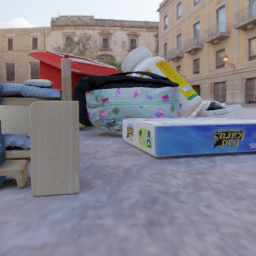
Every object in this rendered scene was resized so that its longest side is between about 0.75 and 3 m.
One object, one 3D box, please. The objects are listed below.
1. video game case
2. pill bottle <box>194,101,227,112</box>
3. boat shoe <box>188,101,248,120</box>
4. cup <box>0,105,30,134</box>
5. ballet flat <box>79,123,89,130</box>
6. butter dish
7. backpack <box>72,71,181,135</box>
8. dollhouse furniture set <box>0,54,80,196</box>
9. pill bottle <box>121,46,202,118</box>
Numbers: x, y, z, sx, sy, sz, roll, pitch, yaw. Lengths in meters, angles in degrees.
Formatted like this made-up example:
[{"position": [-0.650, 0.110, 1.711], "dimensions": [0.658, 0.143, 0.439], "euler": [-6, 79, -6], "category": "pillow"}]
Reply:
[{"position": [1.354, 0.099, 5.822], "dimensions": [2.515, 0.571, 2.279], "euler": [-1, 5, -14], "category": "video game case"}, {"position": [3.826, -0.816, 13.543], "dimensions": [1.796, 1.006, 1.006], "euler": [6, 8, 42], "category": "pill bottle"}, {"position": [2.824, -0.475, 9.153], "dimensions": [0.989, 0.897, 2.688], "euler": [-21, 14, -23], "category": "boat shoe"}, {"position": [-3.045, -0.418, 8.169], "dimensions": [1.671, 1.195, 1.671], "euler": [0, 5, 0], "category": "cup"}, {"position": [-1.657, -0.373, 10.106], "dimensions": [0.812, 0.746, 2.367], "euler": [-1, 5, 4], "category": "ballet flat"}, {"position": [-1.854, -1.422, 9.925], "dimensions": [2.832, 2.099, 2.840], "euler": [-3, 22, -46], "category": "butter dish"}, {"position": [0.090, -0.660, 7.853], "dimensions": [2.748, 1.739, 2.293], "euler": [2, 16, 13], "category": "backpack"}, {"position": [-1.537, -0.239, 3.695], "dimensions": [1.643, 1.634, 2.331], "euler": [-1, 5, -13], "category": "dollhouse furniture set"}, {"position": [1.010, -1.359, 9.203], "dimensions": [1.502, 2.664, 1.502], "euler": [-38, -12, -10], "category": "pill bottle"}]
